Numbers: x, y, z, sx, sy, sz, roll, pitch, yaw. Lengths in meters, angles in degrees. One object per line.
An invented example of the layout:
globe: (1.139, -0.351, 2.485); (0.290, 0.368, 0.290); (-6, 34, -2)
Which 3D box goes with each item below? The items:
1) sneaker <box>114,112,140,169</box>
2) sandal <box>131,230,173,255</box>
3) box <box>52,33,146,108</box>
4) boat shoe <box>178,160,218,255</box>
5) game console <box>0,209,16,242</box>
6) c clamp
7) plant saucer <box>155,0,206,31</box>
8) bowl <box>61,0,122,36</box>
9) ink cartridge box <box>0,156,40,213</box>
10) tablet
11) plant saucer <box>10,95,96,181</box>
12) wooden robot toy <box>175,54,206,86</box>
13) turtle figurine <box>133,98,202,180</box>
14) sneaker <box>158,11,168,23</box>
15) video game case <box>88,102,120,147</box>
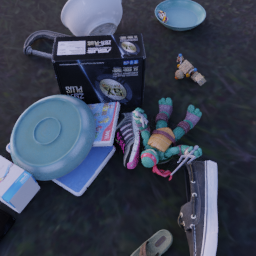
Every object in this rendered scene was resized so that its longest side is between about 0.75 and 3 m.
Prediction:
sneaker: (-0.104, 0.298, 7.986); (0.875, 0.738, 2.001); (1, 50, 1)
sandal: (0.472, 2.833, 6.351); (0.562, 0.404, 1.415); (36, 62, 23)
box: (-0.806, -1.643, 8.523); (2.546, 2.085, 1.096); (-3, 55, -3)
boat shoe: (1.628, 2.051, 6.629); (0.847, 1.026, 2.991); (6, 48, 12)
game console: (-3.671, 2.266, 6.896); (1.608, 0.194, 0.949); (25, 58, 15)
c clamp: (-2.836, -2.905, 10.492); (2.622, 0.355, 2.240); (21, 57, 14)
plant saucer: (2.169, -4.694, 11.753); (2.099, 0.377, 2.099); (-1, 54, 1)
bowl: (-1.140, -3.947, 10.307); (2.392, 2.392, 1.075); (-22, 81, -15)
ink cartridge box: (-3.012, 1.419, 7.103); (1.122, 0.823, 0.819); (26, 59, 17)
tablet: (-1.941, 0.599, 8.087); (2.746, 0.187, 1.787); (27, 59, 19)
plant saucer: (-2.159, 0.130, 7.706); (2.592, 0.355, 2.592); (-6, 63, 12)
wooden robot toy: (2.005, -1.894, 9.768); (0.710, 0.689, 1.565); (-43, 59, 14)
turtle figurine: (0.966, 0.219, 7.654); (2.046, 1.376, 2.733); (33, 45, 6)
sneaker: (1.413, -4.584, 11.583); (0.349, 0.290, 0.775); (16, 41, -23)
video game case: (-1.299, -0.091, 8.045); (2.017, 0.176, 1.442); (-3, 53, 17)
